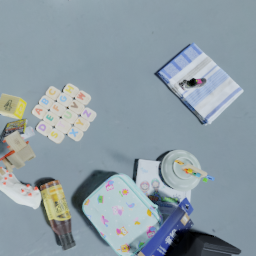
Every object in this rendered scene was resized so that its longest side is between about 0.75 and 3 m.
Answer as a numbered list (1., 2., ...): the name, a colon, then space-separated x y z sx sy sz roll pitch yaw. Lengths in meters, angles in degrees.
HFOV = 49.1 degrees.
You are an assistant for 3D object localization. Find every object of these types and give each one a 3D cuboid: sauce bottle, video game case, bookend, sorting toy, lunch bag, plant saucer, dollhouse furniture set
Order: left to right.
1. dollhouse furniture set: -3.495 0.832 7.950 1.713 1.731 0.892 -26 102 31
2. video game case: -4.303 0.011 10.739 0.829 0.106 0.749 -13 46 6
3. sauce bottle: -2.442 3.092 9.997 0.795 0.795 2.408 -22 81 -5
4. lunch bag: -0.095 2.978 9.743 2.057 0.989 2.565 -43 79 1
5. video game case: 1.305 2.209 10.431 2.064 0.244 1.878 7 78 2
6. plant saucer: 2.018 1.518 10.339 1.573 0.395 1.573 4 67 -9
7. sorting toy: 1.808 1.243 7.790 1.179 0.664 0.161 27 71 5
8. bookend: 2.501 4.695 8.831 1.081 2.346 2.331 10 77 2

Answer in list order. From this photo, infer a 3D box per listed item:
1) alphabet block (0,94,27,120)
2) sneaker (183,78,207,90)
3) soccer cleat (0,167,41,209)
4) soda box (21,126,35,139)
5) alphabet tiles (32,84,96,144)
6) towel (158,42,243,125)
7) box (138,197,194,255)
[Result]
1. alphabet block: -4.501 -0.819 10.842 0.760 0.742 0.746 14 80 2
2. sneaker: 2.675 -1.777 10.983 0.986 0.431 0.364 -17 71 -8
3. soccer cleat: -4.169 2.220 10.191 2.316 0.898 0.803 24 36 17
4. soda box: -4.140 0.285 10.813 0.992 0.315 0.339 -22 79 -5
5. alphabet tiles: -2.529 -0.593 11.080 2.263 0.169 2.314 32 80 7
6. towel: 2.921 -1.829 11.258 2.174 0.352 2.960 -40 81 -9
7. box: 1.446 3.507 9.311 0.387 1.446 2.387 32 76 39
